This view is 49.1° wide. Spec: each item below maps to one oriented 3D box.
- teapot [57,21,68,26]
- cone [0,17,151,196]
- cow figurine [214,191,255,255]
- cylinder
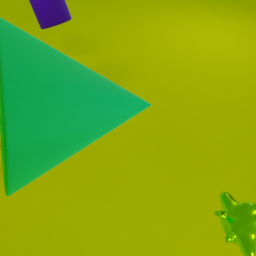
[{"bbox_3d":[-2.329,-3.675,8.662,0.994,0.783,1.598,-22,46,-42],"label":"teapot"},{"bbox_3d":[-0.426,-0.209,2.709,1.487,1.481,1.481,-4,42,-25],"label":"cone"},{"bbox_3d":[1.486,0.756,2.635,1.133,1.151,0.632,0,55,-24],"label":"cow figurine"},{"bbox_3d":[-1.868,-2.888,6.708,0.798,0.798,0.798,-14,28,8],"label":"cylinder"}]
